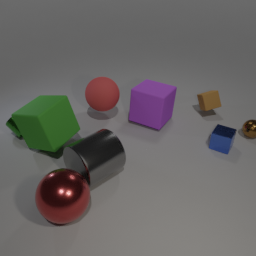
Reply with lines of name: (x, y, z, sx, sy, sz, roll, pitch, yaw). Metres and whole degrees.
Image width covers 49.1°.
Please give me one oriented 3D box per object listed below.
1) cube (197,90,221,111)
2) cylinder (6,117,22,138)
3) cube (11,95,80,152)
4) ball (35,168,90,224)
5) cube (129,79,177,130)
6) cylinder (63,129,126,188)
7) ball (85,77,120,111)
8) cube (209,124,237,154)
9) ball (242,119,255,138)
cube: (3.436, -1.168, 11.879, 0.700, 0.700, 0.700, -16, 9, -2)
cylinder: (-4.076, -0.113, 10.524, 0.700, 0.700, 0.700, 45, 40, -4)
cube: (-2.768, -0.195, 9.604, 1.400, 1.400, 1.400, 5, 36, 34)
ball: (-1.685, 1.756, 7.291, 1.400, 1.400, 1.400, 0, 33, 0)
cube: (0.996, -0.989, 11.343, 1.400, 1.400, 1.400, 19, 33, 23)
cylinder: (-1.022, 0.911, 8.557, 1.400, 1.400, 1.400, -27, 42, -35)
ball: (-1.037, -1.372, 11.360, 1.400, 1.400, 1.400, 0, 33, 0)
cube: (3.382, 0.392, 10.014, 0.700, 0.700, 0.700, 19, 37, 26)
ball: (4.686, 0.026, 10.573, 0.700, 0.700, 0.700, 0, 33, 0)
